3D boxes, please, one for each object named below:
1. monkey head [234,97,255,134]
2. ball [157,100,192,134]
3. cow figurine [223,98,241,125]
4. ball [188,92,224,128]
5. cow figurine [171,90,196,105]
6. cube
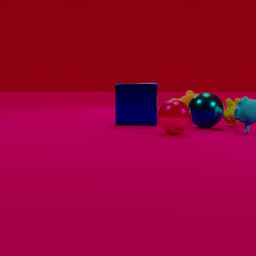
[{"bbox_3d":[3.109,-0.389,7.284,0.647,1.074,0.773,28,-6,17],"label":"monkey head"},{"bbox_3d":[1.167,-0.269,7.006,0.854,0.854,0.854,0,8,0],"label":"ball"},{"bbox_3d":[3.439,-0.486,8.775,0.603,1.099,1.082,6,-28,49],"label":"cow figurine"},{"bbox_3d":[2.220,-0.510,8.022,1.024,1.024,1.024,0,8,0],"label":"ball"},{"bbox_3d":[2.230,-0.761,9.415,1.353,0.742,1.331,-25,31,-5],"label":"cow figurine"},{"bbox_3d":[0.307,-0.792,9.105,1.291,1.291,1.291,1,8,6],"label":"cube"}]
